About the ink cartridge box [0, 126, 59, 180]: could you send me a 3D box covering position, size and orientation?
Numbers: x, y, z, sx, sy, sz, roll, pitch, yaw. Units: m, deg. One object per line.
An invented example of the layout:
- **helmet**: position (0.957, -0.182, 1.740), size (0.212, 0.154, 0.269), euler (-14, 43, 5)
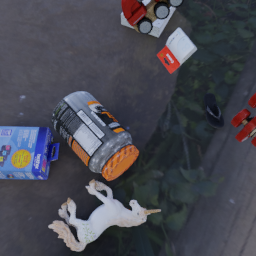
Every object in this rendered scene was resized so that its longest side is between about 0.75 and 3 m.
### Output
- **ink cartridge box**: position (-3.570, 0.855, 9.648), size (2.446, 0.934, 1.669), euler (1, 64, -1)

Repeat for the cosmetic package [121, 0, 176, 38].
- **cosmetic package**: position (1.070, -5.525, 12.956), size (1.900, 0.651, 2.520), euler (23, 65, 13)

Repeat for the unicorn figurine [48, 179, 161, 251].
- **unicorn figurine**: position (-0.771, 2.656, 8.769), size (2.974, 1.098, 2.043), euler (-39, 79, -2)

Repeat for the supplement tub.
- **supplement tub**: position (-1.095, 0.262, 9.452), size (1.769, 1.769, 2.887), euler (-39, 70, -17)

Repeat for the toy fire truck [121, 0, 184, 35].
- **toy fire truck**: position (0.488, -4.786, 9.708), size (2.164, 2.458, 1.582), euler (-36, 35, 24)

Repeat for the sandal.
- **sandal**: position (3.246, -0.695, 10.727), size (0.595, 0.335, 1.566), euler (-10, 64, -5)

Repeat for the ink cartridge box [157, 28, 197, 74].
- **ink cartridge box**: position (1.412, -2.321, 8.445), size (1.075, 0.254, 0.860), euler (-42, 66, 26)

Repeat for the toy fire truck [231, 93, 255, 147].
- **toy fire truck**: position (3.261, -0.273, 6.639), size (1.273, 1.516, 0.850), euler (-13, 54, -45)
